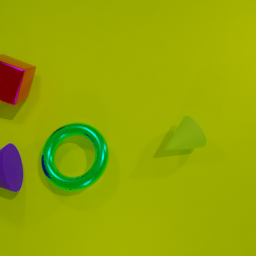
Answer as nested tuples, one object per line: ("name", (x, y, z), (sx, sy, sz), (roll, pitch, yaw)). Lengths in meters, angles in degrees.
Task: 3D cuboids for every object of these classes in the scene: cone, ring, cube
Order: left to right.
("cone", (-3.689, 1.160, 7.470), (1.321, 1.316, 1.316), (-10, 74, -2))
("cube", (-3.530, -1.446, 8.268), (1.096, 1.096, 1.096), (20, 106, -6))
("ring", (-1.512, 0.786, 7.925), (1.983, 0.397, 1.983), (-2, 72, 7))
("cone", (1.477, 0.365, 8.011), (1.064, 1.060, 1.060), (-30, 76, -14))
